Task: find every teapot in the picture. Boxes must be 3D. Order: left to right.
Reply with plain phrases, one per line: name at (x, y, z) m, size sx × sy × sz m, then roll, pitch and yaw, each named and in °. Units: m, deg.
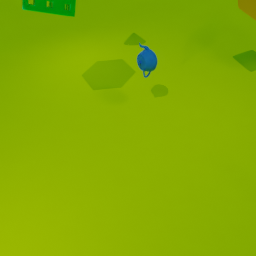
teapot at (0.528, -2.041, 8.409) m, size 0.541 × 1.106 × 0.687 m, roll -22°, pitch 34°, yaw -23°

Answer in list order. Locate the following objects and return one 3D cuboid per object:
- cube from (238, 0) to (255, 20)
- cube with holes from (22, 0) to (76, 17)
cube at (3.995, -4.020, 8.289) m, size 1.040 × 1.040 × 1.040 m, roll -33°, pitch 55°, yaw 5°
cube with holes at (-2.010, -3.578, 7.077) m, size 1.235 × 1.235 × 1.235 m, roll 0°, pitch 23°, yaw -21°
